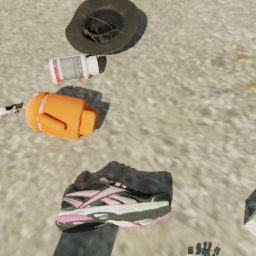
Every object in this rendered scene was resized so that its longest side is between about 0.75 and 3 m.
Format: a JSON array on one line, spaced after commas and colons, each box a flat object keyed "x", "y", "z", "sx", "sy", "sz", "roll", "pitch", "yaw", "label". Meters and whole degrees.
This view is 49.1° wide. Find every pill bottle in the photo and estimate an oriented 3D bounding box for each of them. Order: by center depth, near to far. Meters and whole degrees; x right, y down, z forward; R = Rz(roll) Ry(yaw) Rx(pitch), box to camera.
[{"x": -1.878, "y": -2.106, "z": 9.896, "sx": 1.616, "sy": 0.894, "sz": 0.894, "roll": -10, "pitch": 57, "yaw": -6, "label": "pill bottle"}]

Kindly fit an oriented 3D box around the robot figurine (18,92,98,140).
[{"x": -2.057, "y": -0.383, "z": 8.418, "sx": 2.218, "sy": 1.293, "sz": 1.595, "roll": 12, "pitch": 53, "yaw": 2, "label": "robot figurine"}]

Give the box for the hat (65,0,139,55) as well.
[{"x": -0.871, "y": -3.691, "z": 10.820, "sx": 2.932, "sy": 1.183, "sz": 2.932, "roll": -4, "pitch": 66, "yaw": 8, "label": "hat"}]

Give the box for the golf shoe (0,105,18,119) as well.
[{"x": -4.087, "y": -0.558, "z": 9.155, "sx": 0.884, "sy": 0.407, "sz": 0.321, "roll": -17, "pitch": 58, "yaw": -10, "label": "golf shoe"}]

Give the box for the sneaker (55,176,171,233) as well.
[{"x": -0.358, "y": 1.779, "z": 7.139, "sx": 2.926, "sy": 1.175, "sz": 1.263, "roll": -3, "pitch": 55, "yaw": -4, "label": "sneaker"}]

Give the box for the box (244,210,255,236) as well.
[{"x": 3.684, "y": 2.315, "z": 7.097, "sx": 1.121, "sy": 0.596, "sz": 0.853, "roll": -39, "pitch": 64, "yaw": -23, "label": "box"}]

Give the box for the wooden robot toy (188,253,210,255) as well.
[{"x": 1.832, "y": 3.220, "z": 6.664, "sx": 0.809, "sy": 0.356, "sz": 0.367, "roll": 5, "pitch": 70, "yaw": 2, "label": "wooden robot toy"}]
